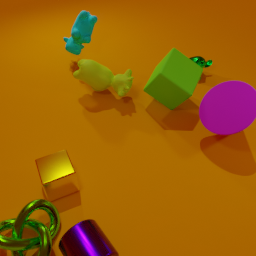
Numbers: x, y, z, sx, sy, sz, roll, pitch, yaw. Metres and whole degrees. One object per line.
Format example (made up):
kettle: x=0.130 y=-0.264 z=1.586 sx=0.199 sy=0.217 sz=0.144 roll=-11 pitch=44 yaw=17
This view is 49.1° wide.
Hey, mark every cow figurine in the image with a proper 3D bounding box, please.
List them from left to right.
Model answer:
cow figurine: x=-1.765 y=-3.490 z=10.304 sx=0.868 sy=1.582 sz=1.556 roll=19 pitch=8 yaw=-24
cow figurine: x=-0.740 y=-1.625 z=9.006 sx=1.694 sy=1.721 sz=0.945 roll=10 pitch=77 yaw=53

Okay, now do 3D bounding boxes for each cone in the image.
cone: x=3.037 y=-0.273 z=7.905 sx=1.556 sy=1.562 sz=1.556 roll=-16 pitch=60 yaw=30

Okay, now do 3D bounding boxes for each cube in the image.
cube: x=-1.717 y=1.156 z=6.831 sx=0.792 sy=0.792 sz=0.792 roll=-18 pitch=48 yaw=-17
cube: x=1.402 y=-1.500 z=8.755 sx=1.172 sy=1.172 sz=1.172 roll=33 pitch=62 yaw=-9

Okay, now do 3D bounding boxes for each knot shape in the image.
knot shape: x=-2.028 y=2.274 z=5.759 sx=1.441 sy=0.666 sz=1.348 roll=-16 pitch=53 yaw=-23

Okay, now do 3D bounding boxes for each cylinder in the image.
cylinder: x=-0.774 y=2.426 z=5.506 sx=0.881 sy=0.881 sz=0.881 roll=-28 pitch=52 yaw=-25

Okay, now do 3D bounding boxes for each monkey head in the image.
monkey head: x=2.494 y=-2.192 z=10.303 sx=1.218 sy=0.876 sz=0.734 roll=-7 pitch=11 yaw=20
